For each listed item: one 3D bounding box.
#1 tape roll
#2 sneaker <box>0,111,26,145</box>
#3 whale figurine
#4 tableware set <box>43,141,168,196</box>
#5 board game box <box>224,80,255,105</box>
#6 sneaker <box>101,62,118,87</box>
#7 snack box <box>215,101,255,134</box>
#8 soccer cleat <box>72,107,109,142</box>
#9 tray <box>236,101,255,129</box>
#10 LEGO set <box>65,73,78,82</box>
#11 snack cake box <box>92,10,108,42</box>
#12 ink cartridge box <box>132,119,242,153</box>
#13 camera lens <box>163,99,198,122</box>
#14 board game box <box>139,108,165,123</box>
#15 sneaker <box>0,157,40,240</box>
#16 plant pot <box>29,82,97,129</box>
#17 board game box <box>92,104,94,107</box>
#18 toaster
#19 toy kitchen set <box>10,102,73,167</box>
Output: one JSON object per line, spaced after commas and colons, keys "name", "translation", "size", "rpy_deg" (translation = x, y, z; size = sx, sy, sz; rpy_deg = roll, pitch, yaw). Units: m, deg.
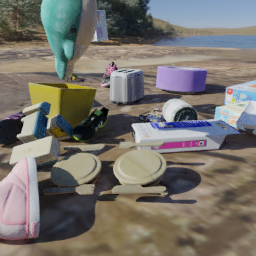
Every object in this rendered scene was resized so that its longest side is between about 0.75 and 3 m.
{"name": "tape roll", "translation": [2.667, -2.491, 14.020], "size": [2.436, 1.035, 2.436], "rpy_deg": [2, 17, -1]}
{"name": "sneaker", "translation": [-3.450, 0.008, 8.232], "size": [0.825, 0.706, 2.012], "rpy_deg": [-14, 13, 27]}
{"name": "whale figurine", "translation": [-1.335, -1.973, 5.823], "size": [1.039, 2.003, 1.593], "rpy_deg": [7, 50, -23]}
{"name": "tableware set", "translation": [-0.390, 0.933, 5.765], "size": [2.375, 0.476, 1.570], "rpy_deg": [-3, 31, 8]}
{"name": "board game box", "translation": [5.749, -1.275, 11.399], "size": [2.577, 0.720, 2.523], "rpy_deg": [-17, 25, -38]}
{"name": "sneaker", "translation": [-0.939, -2.981, 15.374], "size": [1.029, 1.242, 2.604], "rpy_deg": [1, 21, -2]}
{"name": "snack box", "translation": [4.374, -0.226, 8.789], "size": [1.647, 0.526, 2.835], "rpy_deg": [-12, 23, -29]}
{"name": "soccer cleat", "translation": [-1.068, -0.162, 8.202], "size": [0.604, 0.725, 1.790], "rpy_deg": [29, 26, 6]}
{"name": "tray", "translation": [3.878, -0.356, 8.073], "size": [1.074, 0.222, 2.000], "rpy_deg": [8, 26, 31]}
{"name": "LEGO set", "translation": [-3.369, -2.901, 16.427], "size": [0.743, 0.560, 0.967], "rpy_deg": [26, 17, -18]}
{"name": "snack cake box", "translation": [-1.334, -3.085, 8.618], "size": [1.492, 0.858, 0.501], "rpy_deg": [11, 24, 39]}
{"name": "ink cartridge box", "translation": [1.542, 0.187, 7.741], "size": [2.729, 0.506, 1.292], "rpy_deg": [-5, 20, -7]}
{"name": "camera lens", "translation": [1.628, -0.420, 8.844], "size": [0.859, 0.859, 1.074], "rpy_deg": [-4, 20, -11]}
{"name": "board game box", "translation": [0.995, -0.433, 9.854], "size": [0.759, 0.194, 1.120], "rpy_deg": [13, 24, 31]}
{"name": "sneaker", "translation": [-2.079, 1.108, 4.784], "size": [1.043, 0.751, 1.995], "rpy_deg": [-1, 23, -19]}
{"name": "plant pot", "translation": [-2.026, -0.659, 8.656], "size": [1.494, 1.318, 1.494], "rpy_deg": [15, 15, 35]}
{"name": "board game box", "translation": [-2.112, -1.114, 11.566], "size": [0.992, 0.308, 1.314], "rpy_deg": [-10, 22, -25]}
{"name": "toaster", "translation": [-0.067, -1.791, 11.977], "size": [1.143, 1.300, 2.012], "rpy_deg": [11, 23, 29]}
{"name": "toy kitchen set", "translation": [-1.840, 0.318, 6.955], "size": [1.057, 1.438, 1.795], "rpy_deg": [-15, 51, 18]}
